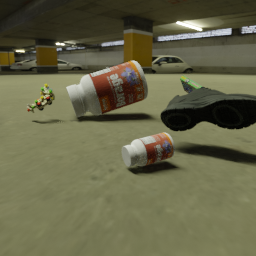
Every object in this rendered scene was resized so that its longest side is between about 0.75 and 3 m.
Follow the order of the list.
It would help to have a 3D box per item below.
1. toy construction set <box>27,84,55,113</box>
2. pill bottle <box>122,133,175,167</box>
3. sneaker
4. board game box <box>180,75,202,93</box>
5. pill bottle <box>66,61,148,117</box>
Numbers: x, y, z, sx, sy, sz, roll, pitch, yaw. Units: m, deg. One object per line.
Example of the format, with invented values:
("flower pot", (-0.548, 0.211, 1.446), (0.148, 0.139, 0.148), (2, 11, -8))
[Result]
("toy construction set", (-3.072, -0.992, 9.888), (0.779, 1.187, 0.547), (36, -14, 29))
("pill bottle", (0.397, 0.451, 5.576), (0.972, 0.545, 0.545), (-14, 18, -23))
("sneaker", (1.933, -0.562, 6.495), (2.329, 0.884, 1.057), (0, 42, 28))
("board game box", (2.555, -1.338, 10.299), (1.348, 0.196, 0.907), (40, -5, 31))
("pill bottle", (-0.793, -1.404, 10.595), (2.815, 1.579, 1.579), (-20, 17, -9))
